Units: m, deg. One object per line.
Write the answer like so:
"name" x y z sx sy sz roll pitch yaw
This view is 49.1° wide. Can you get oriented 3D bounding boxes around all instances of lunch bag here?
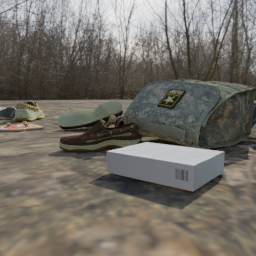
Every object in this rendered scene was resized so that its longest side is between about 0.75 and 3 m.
"lunch bag" 1.464 -0.368 6.751 2.600 1.528 2.132 -17 23 -42

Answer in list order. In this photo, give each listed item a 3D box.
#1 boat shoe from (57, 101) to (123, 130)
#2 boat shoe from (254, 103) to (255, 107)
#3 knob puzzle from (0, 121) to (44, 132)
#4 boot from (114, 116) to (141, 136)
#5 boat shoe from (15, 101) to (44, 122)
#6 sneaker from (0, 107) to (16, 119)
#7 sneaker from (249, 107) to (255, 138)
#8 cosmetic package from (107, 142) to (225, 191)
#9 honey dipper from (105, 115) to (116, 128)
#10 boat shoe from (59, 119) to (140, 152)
"boat shoe" -1.245 -0.291 9.583 2.281 0.715 0.834 -15 47 -19
"boat shoe" 4.553 -0.750 12.271 2.500 0.858 1.052 -2 8 -19
"knob puzzle" -3.794 -0.069 9.444 1.632 0.226 1.632 0 8 0
"boot" 0.482 -0.146 8.198 1.859 0.680 1.400 -3 6 1
"boat shoe" -4.451 -0.824 12.870 0.952 0.854 2.572 -1 7 -5
"sneaker" -6.082 -0.683 13.065 1.887 0.664 0.756 5 -2 -13
"sneaker" 3.917 -0.279 7.121 1.067 1.203 2.846 -5 10 -37
"cosmetic package" 0.562 0.514 4.227 1.439 0.372 1.085 5 11 38
"honey dipper" -0.533 -0.006 6.545 0.258 0.258 1.360 -3 -19 -20
"boat shoe" -0.609 0.130 6.134 1.766 0.653 0.652 -3 8 -19
